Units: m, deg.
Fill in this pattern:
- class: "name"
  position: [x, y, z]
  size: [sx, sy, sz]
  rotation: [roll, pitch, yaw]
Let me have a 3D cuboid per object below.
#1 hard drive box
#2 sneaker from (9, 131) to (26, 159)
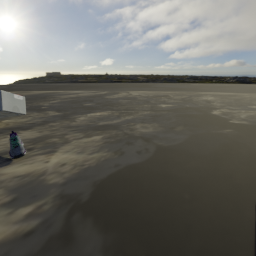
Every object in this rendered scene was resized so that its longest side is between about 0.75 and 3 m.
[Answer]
- class: "hard drive box"
  position: [-4.368, -0.687, 8.976]
  size: [1.659, 0.637, 1.293]
  rotation: [-6, -4, 10]
- class: "sneaker"
  position: [-2.251, 0.327, 5.549]
  size: [0.311, 0.366, 0.837]
  rotation: [-22, 25, -19]
